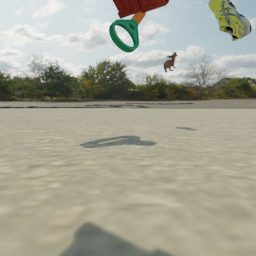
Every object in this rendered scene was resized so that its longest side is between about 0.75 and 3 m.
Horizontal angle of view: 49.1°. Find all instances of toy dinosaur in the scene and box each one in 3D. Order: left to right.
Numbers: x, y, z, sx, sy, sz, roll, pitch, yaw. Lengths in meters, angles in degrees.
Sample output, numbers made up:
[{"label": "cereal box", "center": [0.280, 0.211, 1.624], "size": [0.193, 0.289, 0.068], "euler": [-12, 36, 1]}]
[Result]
[{"label": "toy dinosaur", "center": [1.494, -2.383, 10.278], "size": [0.816, 0.553, 0.350], "euler": [-44, 30, -19]}]

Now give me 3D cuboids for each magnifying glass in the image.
[{"label": "magnifying glass", "center": [0.122, -3.360, 9.262], "size": [0.302, 1.074, 2.699], "euler": [-33, 22, 38]}]

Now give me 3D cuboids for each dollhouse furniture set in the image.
[{"label": "dollhouse furniture set", "center": [-0.008, -2.743, 3.577], "size": [0.882, 1.168, 2.170], "euler": [5, -38, 39]}]

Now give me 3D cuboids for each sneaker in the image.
[{"label": "sneaker", "center": [2.521, -2.840, 7.225], "size": [0.539, 1.410, 0.532], "euler": [-35, -23, -3]}]
